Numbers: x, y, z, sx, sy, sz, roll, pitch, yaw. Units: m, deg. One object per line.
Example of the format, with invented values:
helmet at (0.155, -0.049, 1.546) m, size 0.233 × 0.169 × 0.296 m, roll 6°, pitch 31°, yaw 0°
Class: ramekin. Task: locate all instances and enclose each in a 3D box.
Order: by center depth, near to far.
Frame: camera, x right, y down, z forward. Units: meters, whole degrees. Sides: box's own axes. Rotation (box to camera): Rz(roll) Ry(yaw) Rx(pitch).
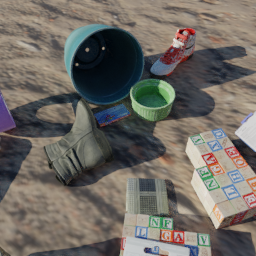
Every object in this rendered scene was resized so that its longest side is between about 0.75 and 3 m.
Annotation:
ramekin at (0.870, -0.982, 10.102) m, size 1.578 × 0.771 × 1.578 m, roll 0°, pitch 49°, yaw 0°

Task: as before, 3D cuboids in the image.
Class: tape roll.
tape roll at (-4.407, -0.881, 9.128) m, size 0.688 × 2.097 × 2.097 m, roll -24°, pitch 53°, yaw -19°

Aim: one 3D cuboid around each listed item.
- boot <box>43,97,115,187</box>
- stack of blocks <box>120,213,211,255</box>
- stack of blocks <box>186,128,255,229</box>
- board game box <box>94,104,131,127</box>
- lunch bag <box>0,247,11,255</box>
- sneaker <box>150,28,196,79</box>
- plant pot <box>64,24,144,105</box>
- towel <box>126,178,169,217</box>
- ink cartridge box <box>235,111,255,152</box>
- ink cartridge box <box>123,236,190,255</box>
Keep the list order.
boot at (-1.838, 0.284, 8.934) m, size 1.940 × 1.005 × 2.969 m, roll -23°, pitch 51°, yaw -11°
stack of blocks at (0.893, 2.881, 6.842) m, size 2.096 × 0.614 × 1.207 m, roll 5°, pitch 49°, yaw 5°
stack of blocks at (2.624, 1.341, 8.080) m, size 1.505 × 0.765 × 2.614 m, roll -14°, pitch 50°, yaw -12°
board game box at (-0.572, -0.473, 10.098) m, size 1.194 × 0.116 × 0.615 m, roll -22°, pitch 51°, yaw -18°
lunch bag at (-2.937, 3.896, 5.527) m, size 1.855 × 1.330 × 2.261 m, roll -27°, pitch 60°, yaw -23°
sneaker at (1.868, -3.193, 11.601) m, size 2.630 × 1.409 × 0.878 m, roll -37°, pitch 58°, yaw -28°
plant pot at (-1.194, -2.622, 10.483) m, size 2.717 × 2.717 × 2.553 m, roll -21°, pitch 37°, yaw -18°
towel at (0.534, 1.976, 7.954) m, size 1.175 × 0.211 × 1.220 m, roll 2°, pitch 47°, yaw -2°
ink cartridge box at (4.273, 0.172, 8.559) m, size 1.313 × 0.734 × 1.924 m, roll -48°, pitch 51°, yaw 11°
ink cartridge box at (0.522, 3.540, 6.186) m, size 1.518 × 0.448 × 1.896 m, roll 8°, pitch 59°, yaw 8°
